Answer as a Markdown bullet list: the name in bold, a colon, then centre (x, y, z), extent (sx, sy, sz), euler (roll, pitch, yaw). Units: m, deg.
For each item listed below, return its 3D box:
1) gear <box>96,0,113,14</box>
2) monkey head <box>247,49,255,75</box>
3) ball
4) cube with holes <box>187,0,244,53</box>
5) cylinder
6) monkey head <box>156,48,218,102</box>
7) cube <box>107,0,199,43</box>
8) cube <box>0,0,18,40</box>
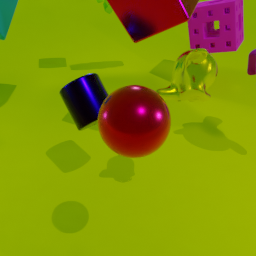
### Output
- **gear**: centre (-0.029, -4.268, 8.227), extent (2.006, 2.006, 0.371), euler (-8, 56, -10)
- **monkey head**: centre (3.215, -1.279, 5.620), extent (1.388, 1.929, 1.163), euler (-43, 17, -3)
- **ball**: centre (0.062, -0.065, 2.793), extent (0.728, 0.728, 0.728), euler (0, 39, 0)
- **cube with holes**: centre (2.781, -3.227, 8.795), extent (1.385, 1.385, 1.385), euler (4, 30, 30)
- **cylinder**: centre (-0.749, -0.485, 5.288), extent (0.817, 0.817, 0.817), euler (-27, 89, -29)
- **monkey head**: centre (0.832, -0.764, 4.116), extent (0.915, 0.766, 1.271), euler (-2, 3, 5)
- **cube**: centre (0.469, -2.526, 5.061), extent (1.216, 1.216, 1.216), euler (-10, 40, 40)
- **cube**: centre (-3.403, -2.952, 6.333), extent (1.241, 1.241, 1.241), euler (16, 83, -4)
